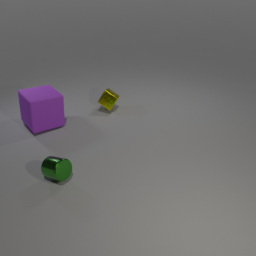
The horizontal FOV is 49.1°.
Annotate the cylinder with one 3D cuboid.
[{"bbox_3d":[-2.244,1.268,8.823,0.700,0.700,0.700,5,28,36],"label":"cylinder"}]

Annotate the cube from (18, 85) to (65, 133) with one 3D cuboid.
[{"bbox_3d":[-3.597,-0.830,11.681,1.400,1.400,1.400,-18,36,-34],"label":"cube"}]

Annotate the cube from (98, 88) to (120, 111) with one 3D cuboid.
[{"bbox_3d":[-0.879,-1.341,12.982,0.700,0.700,0.700,34,19,-2],"label":"cube"}]
